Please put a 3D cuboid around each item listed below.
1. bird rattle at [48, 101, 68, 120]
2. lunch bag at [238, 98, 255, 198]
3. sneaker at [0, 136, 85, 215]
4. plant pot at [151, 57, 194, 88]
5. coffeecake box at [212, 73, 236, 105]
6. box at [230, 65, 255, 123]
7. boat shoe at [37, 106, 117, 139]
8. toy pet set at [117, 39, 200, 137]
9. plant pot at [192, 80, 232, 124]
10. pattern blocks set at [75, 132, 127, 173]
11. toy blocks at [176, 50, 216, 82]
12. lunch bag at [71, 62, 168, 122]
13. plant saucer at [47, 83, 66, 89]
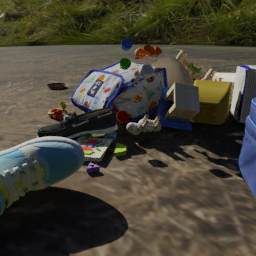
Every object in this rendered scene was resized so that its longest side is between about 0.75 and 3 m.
[{"bbox_3d":[-2.632,-0.564,10.451,0.737,0.510,0.904,-6,31,18],"label":"bird rattle"},{"bbox_3d":[3.430,0.453,5.216,2.027,1.974,2.983,2,19,3],"label":"lunch bag"},{"bbox_3d":[-2.068,1.061,4.947,2.813,1.119,1.836,-15,21,-11],"label":"sneaker"},{"bbox_3d":[1.927,-1.622,11.401,1.932,1.932,2.063,-8,35,-20],"label":"plant pot"},{"bbox_3d":[5.435,-1.787,12.582,2.871,1.049,2.204,2,21,5],"label":"coffeecake box"},{"bbox_3d":[4.847,-1.195,9.786,2.055,1.890,1.078,1,21,1],"label":"box"},{"bbox_3d":[-1.514,-0.154,8.322,2.406,0.726,0.910,-12,21,-17],"label":"boat shoe"},{"bbox_3d":[0.826,-0.999,9.042,2.678,2.868,1.523,9,-24,-12],"label":"toy pet set"},{"bbox_3d":[2.835,-0.790,9.755,1.300,1.308,1.338,8,33,20],"label":"plant pot"},{"bbox_3d":[-1.080,0.548,7.553,2.101,0.194,2.390,-1,20,-3],"label":"pattern blocks set"},{"bbox_3d":[2.738,-2.146,13.299,2.046,1.843,2.189,34,2,7],"label":"toy blocks"},{"bbox_3d":[-0.360,-1.343,10.479,2.961,1.834,2.517,-30,33,-26],"label":"lunch bag"},{"bbox_3d":[-3.876,-2.280,15.176,1.014,0.186,1.014,0,21,0],"label":"plant saucer"}]
